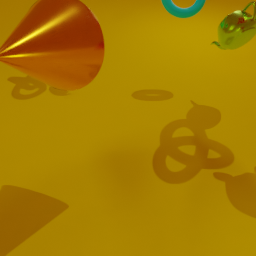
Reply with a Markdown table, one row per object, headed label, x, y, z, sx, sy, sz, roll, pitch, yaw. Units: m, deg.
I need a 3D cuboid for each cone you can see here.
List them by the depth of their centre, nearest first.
| label | x | y | z | sx | sy | sz | roll | pitch | yaw |
| --- | --- | --- | --- | --- | --- | --- | --- | --- | --- |
| cone | -1.395 | -1.153 | 4.150 | 1.610 | 1.610 | 1.617 | 14 | 25 | 14 |

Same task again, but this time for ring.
| label | x | y | z | sx | sy | sz | roll | pitch | yaw |
| --- | --- | --- | --- | --- | --- | --- | --- | --- | --- |
| ring | 1.495 | -3.595 | 7.524 | 1.254 | 1.254 | 0.251 | -3 | 4 | -3 |

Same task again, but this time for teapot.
| label | x | y | z | sx | sy | sz | roll | pitch | yaw |
| --- | --- | --- | --- | --- | --- | --- | --- | --- | --- |
| teapot | 2.664 | -2.471 | 7.057 | 0.996 | 1.602 | 0.784 | -15 | 70 | -29 |
